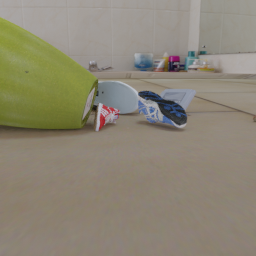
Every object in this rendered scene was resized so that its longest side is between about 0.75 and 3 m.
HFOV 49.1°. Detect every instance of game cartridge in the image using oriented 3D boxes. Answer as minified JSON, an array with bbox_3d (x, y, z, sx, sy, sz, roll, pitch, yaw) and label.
[{"bbox_3d":[1.490,-0.884,9.223,1.373,0.278,0.916,11,58,53],"label":"game cartridge"}]

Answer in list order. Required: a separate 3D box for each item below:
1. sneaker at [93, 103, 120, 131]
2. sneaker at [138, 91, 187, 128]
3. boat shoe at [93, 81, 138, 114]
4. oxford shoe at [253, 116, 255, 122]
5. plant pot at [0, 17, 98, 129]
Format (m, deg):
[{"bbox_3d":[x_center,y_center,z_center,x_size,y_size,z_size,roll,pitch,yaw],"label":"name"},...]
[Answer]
[{"bbox_3d":[-0.548,-0.244,7.379,0.652,0.413,1.159,17,32,-11],"label":"sneaker"},{"bbox_3d":[0.904,-0.418,7.568,0.653,0.665,1.726,-15,37,-34],"label":"sneaker"},{"bbox_3d":[-0.632,-1.165,10.015,2.953,1.045,1.340,14,9,30],"label":"boat shoe"},{"bbox_3d":[3.936,-0.258,7.825,0.856,0.320,0.302,-12,-36,40],"label":"oxford shoe"},{"bbox_3d":[-2.316,-1.088,7.107,2.882,2.696,2.696,18,14,0],"label":"plant pot"}]
